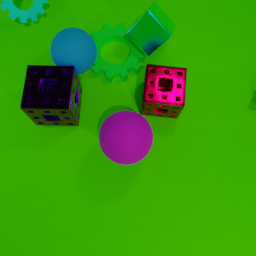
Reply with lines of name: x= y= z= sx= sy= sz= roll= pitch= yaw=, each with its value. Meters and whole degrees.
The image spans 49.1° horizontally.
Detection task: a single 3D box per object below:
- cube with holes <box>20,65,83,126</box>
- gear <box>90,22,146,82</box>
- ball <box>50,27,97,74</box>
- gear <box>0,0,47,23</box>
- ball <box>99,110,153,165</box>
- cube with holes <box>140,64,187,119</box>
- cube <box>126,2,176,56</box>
cube with holes: x=-2.022 y=-0.850 z=7.692 sx=1.243 sy=1.243 sz=1.243 roll=1 pitch=70 yaw=2
gear: x=-0.390 y=-2.353 z=8.673 sx=1.883 sy=0.348 sz=1.883 roll=0 pitch=74 yaw=0
ball: x=-1.513 y=-2.143 z=7.844 sx=1.278 sy=1.278 sz=1.278 roll=0 pitch=74 yaw=0
gear: x=-3.151 y=-3.900 z=8.386 sx=1.380 sy=1.380 sz=0.255 roll=-45 pitch=37 yaw=-11
ball: x=-0.050 y=0.244 z=7.143 sx=1.384 sy=1.384 sz=1.384 roll=0 pitch=74 yaw=0
cube with holes: x=0.973 y=-1.000 z=7.899 sx=1.100 sy=1.100 sz=1.100 roll=6 pitch=75 yaw=1
cube: x=0.672 y=-2.850 z=8.079 sx=0.938 sy=0.938 sz=0.938 roll=43 pitch=38 yaw=-16
